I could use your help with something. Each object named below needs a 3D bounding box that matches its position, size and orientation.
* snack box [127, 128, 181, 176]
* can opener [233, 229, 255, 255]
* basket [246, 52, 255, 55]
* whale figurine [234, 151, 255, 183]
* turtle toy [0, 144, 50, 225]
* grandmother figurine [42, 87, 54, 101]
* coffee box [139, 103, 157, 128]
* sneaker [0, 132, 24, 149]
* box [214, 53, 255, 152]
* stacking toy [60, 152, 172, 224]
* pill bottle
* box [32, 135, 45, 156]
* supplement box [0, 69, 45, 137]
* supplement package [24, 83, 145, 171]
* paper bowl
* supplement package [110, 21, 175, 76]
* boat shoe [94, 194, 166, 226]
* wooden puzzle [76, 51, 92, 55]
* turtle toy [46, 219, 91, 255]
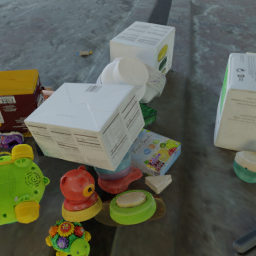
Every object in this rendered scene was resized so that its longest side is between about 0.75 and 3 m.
[{"bbox_3d":[0.702,0.800,9.320,1.659,0.561,1.399,20,47,30],"label":"snack box"},{"bbox_3d":[3.514,2.705,7.204,2.150,0.566,0.715,-20,8,-25],"label":"can opener"},{"bbox_3d":[6.217,-3.282,14.241,0.705,0.868,0.876,18,43,27],"label":"basket"},{"bbox_3d":[3.994,1.218,8.886,1.290,0.841,1.621,27,22,35],"label":"whale figurine"},{"bbox_3d":[-3.529,1.744,7.508,2.859,1.445,2.083,-10,64,-9],"label":"turtle toy"},{"bbox_3d":[-3.848,-1.389,11.984,2.671,0.809,1.620,16,31,16],"label":"grandmother figurine"},{"bbox_3d":[-0.269,-0.722,11.172,2.509,0.552,1.542,29,38,29],"label":"coffee box"},{"bbox_3d":[-4.398,0.486,9.852,1.368,0.552,0.571,-9,46,-11],"label":"sneaker"},{"bbox_3d":[4.772,-0.858,9.925,2.886,2.472,2.872,10,40,14],"label":"box"},{"bbox_3d":[-0.297,1.322,7.473,2.441,1.139,2.696,0,20,29],"label":"stacking toy"},{"bbox_3d":[-0.392,-1.136,9.049,1.460,2.597,1.460,12,62,-23],"label":"pill bottle"},{"bbox_3d":[-2.272,0.061,9.921,1.662,1.048,1.690,1,40,1],"label":"box"},{"bbox_3d":[-4.197,-0.845,10.226,2.054,2.082,1.383,-4,39,-5],"label":"supplement box"},{"bbox_3d":[-1.113,-0.154,7.728,2.467,1.368,1.922,8,44,29],"label":"supplement package"},{"bbox_3d":[0.275,-1.700,10.714,2.176,2.176,1.132,17,84,20],"label":"paper bowl"},{"bbox_3d":[0.738,-3.463,13.394,2.146,2.162,2.849,16,42,19],"label":"supplement package"},{"bbox_3d":[0.034,2.195,7.686,1.954,0.703,0.660,-7,13,2],"label":"boat shoe"},{"bbox_3d":[-2.502,-4.291,16.087,0.866,0.101,0.584,1,35,1],"label":"wooden puzzle"},{"bbox_3d":[-1.420,2.732,6.940,0.970,0.673,1.331,-30,48,-31],"label":"turtle toy"}]
